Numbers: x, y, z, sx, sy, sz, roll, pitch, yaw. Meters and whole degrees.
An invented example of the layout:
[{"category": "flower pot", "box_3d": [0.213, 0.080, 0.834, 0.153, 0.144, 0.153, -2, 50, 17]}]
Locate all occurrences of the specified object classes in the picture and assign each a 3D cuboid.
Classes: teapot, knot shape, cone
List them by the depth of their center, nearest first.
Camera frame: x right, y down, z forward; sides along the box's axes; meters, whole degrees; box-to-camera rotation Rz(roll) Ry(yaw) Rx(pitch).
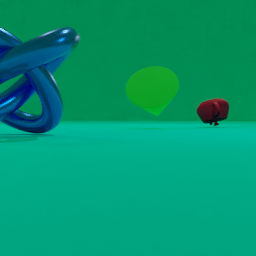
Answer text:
[{"category": "knot shape", "box_3d": [-1.359, -0.538, 3.029, 1.542, 0.762, 1.648, 1, -43, -48]}, {"category": "cone", "box_3d": [0.657, -0.638, 6.838, 1.211, 1.211, 1.216, 0, -32, 13]}, {"category": "teapot", "box_3d": [2.471, -0.410, 8.104, 0.918, 0.723, 1.476, -11, -11, 5]}]
